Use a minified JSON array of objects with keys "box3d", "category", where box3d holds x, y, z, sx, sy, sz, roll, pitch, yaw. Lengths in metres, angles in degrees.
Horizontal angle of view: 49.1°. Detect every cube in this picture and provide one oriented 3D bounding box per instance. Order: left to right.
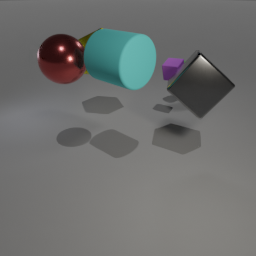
[{"box3d":[-1.043,-3.043,11.457,1.400,1.400,1.400,-14,-2,33],"category":"cube"},{"box3d":[1.893,-2.419,11.624,0.700,0.700,0.700,13,46,29],"category":"cube"},{"box3d":[2.192,-1.381,8.692,1.400,1.400,1.400,41,21,-6],"category":"cube"}]

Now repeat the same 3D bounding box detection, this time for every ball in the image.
[{"box3d":[-1.855,-1.953,7.994,1.400,1.400,1.400,0,28,0],"category":"ball"}]

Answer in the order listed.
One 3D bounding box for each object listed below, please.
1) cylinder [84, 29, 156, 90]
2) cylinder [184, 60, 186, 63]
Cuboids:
[{"box3d":[-0.211,-1.841,7.453,1.400,1.400,1.400,23,36,38],"category":"cylinder"},{"box3d":[2.429,-2.714,13.050,0.700,0.700,0.700,-39,36,-2],"category":"cylinder"}]
